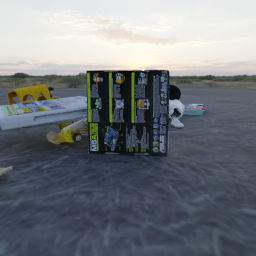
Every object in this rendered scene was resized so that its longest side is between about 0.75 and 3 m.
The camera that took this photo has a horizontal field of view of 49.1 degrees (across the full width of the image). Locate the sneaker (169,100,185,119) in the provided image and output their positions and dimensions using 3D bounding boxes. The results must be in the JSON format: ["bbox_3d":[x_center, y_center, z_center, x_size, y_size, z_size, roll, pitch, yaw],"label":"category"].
[{"bbox_3d":[2.000,-0.711,12.290,1.135,0.853,2.279,48,22,26],"label":"sneaker"}]

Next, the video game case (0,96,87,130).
[{"bbox_3d":[-2.169,-0.511,7.797,2.648,0.321,2.909,-10,14,-24],"label":"video game case"}]

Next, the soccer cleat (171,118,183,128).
[{"bbox_3d":[1.766,-0.184,10.146,0.270,0.302,0.780,-3,11,-15],"label":"soccer cleat"}]

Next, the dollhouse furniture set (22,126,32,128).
[{"bbox_3d":[-3.987,-0.372,10.309,0.469,0.612,0.934,-11,15,-41],"label":"dollhouse furniture set"}]

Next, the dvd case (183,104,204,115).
[{"bbox_3d":[2.977,-1.039,14.911,2.071,0.312,2.837,3,12,15],"label":"dvd case"}]

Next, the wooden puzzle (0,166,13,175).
[{"bbox_3d":[-2.552,0.847,4.653,0.932,0.216,0.863,-2,9,13],"label":"wooden puzzle"}]

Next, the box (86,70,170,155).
[{"bbox_3d":[0.003,-0.356,6.432,1.875,1.941,0.461,1,10,10],"label":"box"}]

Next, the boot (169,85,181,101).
[{"bbox_3d":[1.005,-1.632,14.741,2.957,1.094,2.423,-19,17,-6],"label":"boot"}]

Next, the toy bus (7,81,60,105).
[{"bbox_3d":[-4.136,-1.423,12.889,2.457,1.345,2.604,-12,10,0],"label":"toy bus"}]

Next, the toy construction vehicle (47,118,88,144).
[{"bbox_3d":[-0.968,-0.006,7.719,2.237,0.788,1.947,-6,12,-30],"label":"toy construction vehicle"}]
